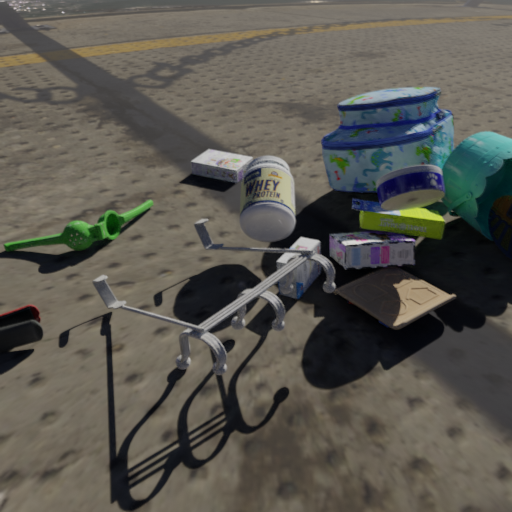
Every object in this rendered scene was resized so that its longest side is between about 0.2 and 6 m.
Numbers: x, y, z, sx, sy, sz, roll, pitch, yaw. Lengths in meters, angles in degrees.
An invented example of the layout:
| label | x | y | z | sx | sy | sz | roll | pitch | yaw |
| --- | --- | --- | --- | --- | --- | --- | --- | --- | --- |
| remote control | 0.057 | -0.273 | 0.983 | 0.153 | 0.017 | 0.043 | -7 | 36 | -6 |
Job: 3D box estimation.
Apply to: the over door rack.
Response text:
| label | x | y | z | sx | sy | sz | roll | pitch | yaw |
| --- | --- | --- | --- | --- | --- | --- | --- | --- | --- |
| over door rack | -0.661 | 0.575 | 8.713 | 2.364 | 1.066 | 3.200 | -33 | 33 | -32 |

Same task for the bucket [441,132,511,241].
| label | x | y | z | sx | sy | sz | roll | pitch | yaw |
| --- | --- | --- | --- | --- | --- | --- | --- | --- | --- |
| bucket | 4.744 | -1.403 | 11.104 | 2.066 | 2.066 | 1.344 | -12 | 33 | -18 |

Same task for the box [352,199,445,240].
| label | x | y | z | sx | sy | sz | roll | pitch | yaw |
| --- | --- | --- | --- | --- | --- | --- | --- | --- | --- |
| box | 2.605 | -0.707 | 10.519 | 1.659 | 0.395 | 1.011 | 9 | 17 | 7 |

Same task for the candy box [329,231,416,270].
| label | x | y | z | sx | sy | sz | roll | pitch | yaw |
| --- | --- | --- | --- | --- | --- | --- | --- | --- | --- |
| candy box | 2.075 | -0.128 | 10.168 | 1.280 | 0.458 | 1.073 | -4 | 14 | -7 |

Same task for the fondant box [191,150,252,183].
| label | x | y | z | sx | sy | sz | roll | pitch | yaw |
| --- | --- | --- | --- | --- | --- | --- | --- | --- | --- |
| fondant box | -0.842 | -2.238 | 13.902 | 1.273 | 0.371 | 0.918 | 13 | 34 | 22 |

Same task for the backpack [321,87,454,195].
| label | x | y | z | sx | sy | sz | roll | pitch | yaw |
| --- | --- | --- | --- | --- | --- | --- | --- | --- | --- |
| backpack | 2.756 | -2.496 | 12.112 | 2.554 | 2.051 | 2.791 | 3 | 27 | 33 |

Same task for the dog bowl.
| label | x | y | z | sx | sy | sz | roll | pitch | yaw |
| --- | --- | --- | --- | --- | --- | --- | --- | --- | --- |
| dog bowl | 2.629 | -1.142 | 9.569 | 1.104 | 1.104 | 0.435 | -5 | 77 | -8 |

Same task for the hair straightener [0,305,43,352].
| label | x | y | z | sx | sy | sz | roll | pitch | yaw |
| --- | --- | --- | --- | --- | --- | --- | --- | --- | --- |
| hair straightener | -4.256 | 1.390 | 7.991 | 2.371 | 0.485 | 0.912 | -15 | 35 | -22 |

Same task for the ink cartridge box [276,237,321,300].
| label | x | y | z | sx | sy | sz | roll | pitch | yaw |
| --- | --- | --- | --- | --- | --- | --- | --- | --- | --- |
| ink cartridge box | 0.756 | 0.198 | 9.693 | 0.400 | 0.683 | 0.945 | 13 | 34 | 29 |

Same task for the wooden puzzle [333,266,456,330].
| label | x | y | z | sx | sy | sz | roll | pitch | yaw |
| --- | --- | --- | --- | --- | --- | --- | --- | --- | --- |
| wooden puzzle | 2.249 | 0.710 | 9.218 | 1.392 | 0.348 | 1.503 | -20 | 31 | -31 |

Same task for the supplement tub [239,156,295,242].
| label | x | y | z | sx | sy | sz | roll | pitch | yaw |
| --- | --- | --- | --- | --- | --- | --- | --- | --- | --- |
| supplement tub | 0.209 | -1.056 | 10.307 | 1.000 | 1.000 | 1.380 | 0 | 54 | 1 |

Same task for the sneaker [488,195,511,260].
| label | x | y | z | sx | sy | sz | roll | pitch | yaw |
| --- | --- | --- | --- | --- | --- | --- | --- | --- | --- |
| sneaker | 5.489 | -0.195 | 10.267 | 1.206 | 1.030 | 2.737 | -2 | 36 | -27 |

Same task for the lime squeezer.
| label | x | y | z | sx | sy | sz | roll | pitch | yaw |
| --- | --- | --- | --- | --- | --- | --- | --- | --- | --- |
| lime squeezer | -3.249 | -0.504 | 11.157 | 3.163 | 0.597 | 1.117 | -23 | 8 | -30 |
